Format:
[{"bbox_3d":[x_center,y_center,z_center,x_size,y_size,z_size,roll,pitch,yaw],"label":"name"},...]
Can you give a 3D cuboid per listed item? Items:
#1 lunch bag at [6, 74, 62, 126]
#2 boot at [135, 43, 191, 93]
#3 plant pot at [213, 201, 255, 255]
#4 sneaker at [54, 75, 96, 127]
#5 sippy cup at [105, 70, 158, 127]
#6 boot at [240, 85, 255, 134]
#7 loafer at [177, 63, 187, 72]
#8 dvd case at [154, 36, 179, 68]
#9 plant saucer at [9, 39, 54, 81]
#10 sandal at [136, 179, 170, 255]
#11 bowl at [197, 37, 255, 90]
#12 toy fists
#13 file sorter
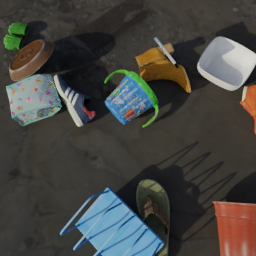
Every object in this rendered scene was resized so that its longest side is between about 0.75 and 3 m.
[{"bbox_3d":[-3.691,-1.170,11.226,1.872,1.141,1.594,-20,68,-2],"label":"lunch bag"},{"bbox_3d":[1.461,-2.278,11.951,1.761,0.865,2.460,-26,80,5],"label":"boot"},{"bbox_3d":[3.720,3.378,9.105,1.864,1.864,1.813,4,76,2],"label":"plant pot"},{"bbox_3d":[-2.144,-1.260,11.426,1.018,0.903,2.409,-29,80,-11],"label":"sneaker"},{"bbox_3d":[0.041,-1.078,11.001,1.612,1.727,2.200,-40,57,-4],"label":"sippy cup"},{"bbox_3d":[5.134,-0.705,11.296,1.193,0.835,2.226,3,78,30],"label":"boot"},{"bbox_3d":[2.251,-2.686,12.301,0.751,0.268,0.274,23,70,9],"label":"loafer"},{"bbox_3d":[1.461,-2.847,10.601,0.113,0.919,1.288,-38,82,15],"label":"dvd case"},{"bbox_3d":[-4.132,-2.932,11.691,2.304,0.397,2.304,-19,46,22],"label":"plant saucer"},{"bbox_3d":[0.925,3.198,9.573,1.170,0.841,2.947,-5,69,1],"label":"sandal"},{"bbox_3d":[4.162,-2.672,12.019,2.113,0.789,2.110,33,71,12],"label":"bowl"},{"bbox_3d":[-5.130,-4.188,12.794,0.781,0.527,1.532,11,67,-3],"label":"toy fists"},{"bbox_3d":[-0.525,3.500,8.768,2.607,1.599,1.809,42,97,15],"label":"file sorter"}]
